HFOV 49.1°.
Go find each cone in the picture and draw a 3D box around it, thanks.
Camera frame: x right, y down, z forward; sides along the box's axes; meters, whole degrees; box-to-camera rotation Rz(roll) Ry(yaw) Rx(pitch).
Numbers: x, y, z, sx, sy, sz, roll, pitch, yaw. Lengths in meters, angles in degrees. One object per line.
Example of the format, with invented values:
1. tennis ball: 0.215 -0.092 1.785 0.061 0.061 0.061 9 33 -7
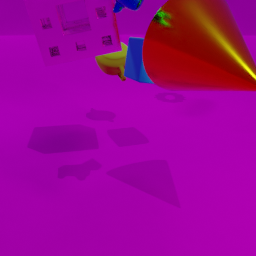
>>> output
1. cone: 1.147 -0.792 3.437 1.462 1.462 1.467 -9 38 -23

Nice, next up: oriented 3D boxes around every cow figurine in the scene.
1. cow figurine: -0.201 -1.790 3.298 0.971 0.533 0.955 25 5 -14

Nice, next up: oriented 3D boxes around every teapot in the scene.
1. teapot: -0.446 -1.982 8.022 1.041 0.820 1.675 -19 60 -18

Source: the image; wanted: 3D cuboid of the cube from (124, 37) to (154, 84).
1. cube: 0.507 -1.437 6.015 0.862 0.862 0.862 1 18 -24

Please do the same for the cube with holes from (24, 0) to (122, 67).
1. cube with holes: -0.995 -2.145 5.195 1.389 1.389 1.389 -13 30 -3
